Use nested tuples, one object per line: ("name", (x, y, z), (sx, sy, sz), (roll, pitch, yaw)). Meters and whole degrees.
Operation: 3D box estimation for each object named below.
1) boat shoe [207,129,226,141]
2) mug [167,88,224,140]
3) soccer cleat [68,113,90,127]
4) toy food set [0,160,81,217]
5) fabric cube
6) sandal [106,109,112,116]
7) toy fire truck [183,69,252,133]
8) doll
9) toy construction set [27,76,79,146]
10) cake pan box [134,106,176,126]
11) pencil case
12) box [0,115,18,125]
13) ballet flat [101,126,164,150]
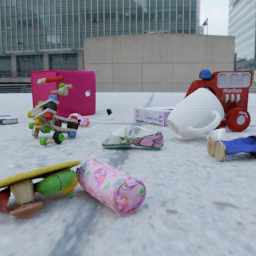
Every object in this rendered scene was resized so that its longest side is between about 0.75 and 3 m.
("boat shoe", (2.501, 0.256, 7.958), (0.513, 0.539, 1.496), (-9, 7, 21))
("mug", (2.081, -0.283, 8.512), (1.454, 1.224, 1.658), (-34, 27, -10))
("soccer cleat", (-2.142, -0.316, 11.607), (1.424, 0.475, 0.544), (13, 18, 43))
("toy food set", (-1.367, 0.923, 4.012), (1.014, 0.563, 1.724), (-23, -9, 38))
("fabric cube", (-3.447, -1.891, 15.074), (2.478, 2.431, 2.470), (9, 13, 41))
("sandal", (-0.855, -0.797, 13.356), (0.214, 0.335, 0.892), (-23, 9, 10))
("toy fire truck", (3.289, -1.043, 10.437), (2.658, 2.232, 1.490), (-2, 9, -10))
("doll", (3.066, 0.428, 6.774), (2.158, 0.523, 1.472), (-2, 10, -8))
("toy construction set", (-2.546, -0.506, 8.608), (1.551, 2.019, 1.683), (-2, 0, 20))
("cake pan box", (1.850, -0.598, 12.749), (2.315, 0.657, 2.514), (-8, 12, -28))
("pencil case", (-0.307, 0.826, 4.237), (0.580, 0.580, 1.328), (-6, 12, -31))
("box", (-5.583, -0.363, 12.412), (0.971, 0.260, 1.603), (-6, 12, -35))
("ballet flat", (0.117, 0.248, 7.536), (1.694, 0.603, 0.585), (1, 6, 9))
